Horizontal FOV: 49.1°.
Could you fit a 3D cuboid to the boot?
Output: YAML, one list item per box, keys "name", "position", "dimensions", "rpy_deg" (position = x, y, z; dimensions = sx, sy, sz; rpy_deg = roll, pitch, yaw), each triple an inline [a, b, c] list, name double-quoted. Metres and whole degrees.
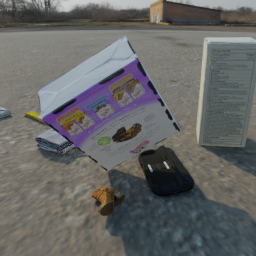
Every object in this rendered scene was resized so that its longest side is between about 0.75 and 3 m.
- name: "boot"
  position: [-0.513, 1.444, 5.682]
  dimensions: [0.610, 0.301, 0.785]
  rpy_deg: [14, 28, 29]

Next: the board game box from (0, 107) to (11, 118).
- name: "board game box"
  position: [-4.919, -0.489, 10.229]
  dimensions: [0.640, 0.175, 1.014]
  rpy_deg: [17, 29, 33]

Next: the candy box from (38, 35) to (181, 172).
- name: "candy box"
  position: [-0.285, -0.329, 6.069]
  dimensions: [2.086, 2.486, 0.889]
  rpy_deg: [-30, 49, 9]

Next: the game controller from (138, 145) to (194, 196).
- name: "game controller"
  position: [0.853, 0.989, 6.772]
  dimensions: [0.964, 0.389, 1.848]
  rpy_deg: [-18, 25, -4]

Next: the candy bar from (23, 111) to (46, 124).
- name: "candy bar"
  position: [-3.265, -0.403, 10.066]
  dimensions: [1.377, 0.153, 0.343]
  rpy_deg: [19, 30, 36]

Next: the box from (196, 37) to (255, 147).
- name: "box"
  position: [2.752, -1.010, 7.973]
  dimensions: [1.392, 2.933, 1.140]
  rpy_deg: [4, 24, 8]

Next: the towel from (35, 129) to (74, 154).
- name: "towel"
  position: [-2.023, 0.335, 8.051]
  dimensions: [0.988, 0.423, 0.818]
  rpy_deg: [12, 27, 26]
